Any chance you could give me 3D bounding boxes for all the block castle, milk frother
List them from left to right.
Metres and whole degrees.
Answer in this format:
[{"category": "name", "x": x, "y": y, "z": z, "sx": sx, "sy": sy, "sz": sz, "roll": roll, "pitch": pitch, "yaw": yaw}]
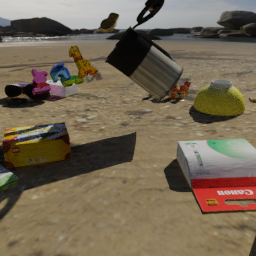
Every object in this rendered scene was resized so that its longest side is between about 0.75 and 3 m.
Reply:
[{"category": "milk frother", "x": 1.077, "y": -3.043, "z": 10.833, "sx": 2.711, "sy": 2.882, "sz": 2.602, "roll": 35, "pitch": 60, "yaw": -12}, {"category": "block castle", "x": 2.444, "y": -2.374, "z": 15.963, "sx": 2.001, "sy": 0.939, "sz": 1.337, "roll": 10, "pitch": 25, "yaw": 23}]

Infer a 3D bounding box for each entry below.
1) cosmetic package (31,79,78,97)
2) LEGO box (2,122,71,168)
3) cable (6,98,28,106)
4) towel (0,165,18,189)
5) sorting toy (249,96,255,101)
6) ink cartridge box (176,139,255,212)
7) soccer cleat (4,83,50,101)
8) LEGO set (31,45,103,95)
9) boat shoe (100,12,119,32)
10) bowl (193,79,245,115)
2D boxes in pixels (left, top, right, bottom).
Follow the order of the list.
[{"category": "cosmetic package", "x": -4.293, "y": -2.387, "z": 16.367, "sx": 2.605, "sy": 0.660, "sz": 1.075, "roll": 12, "pitch": 26, "yaw": 26}, {"category": "LEGO box", "x": -2.964, "y": 0.502, "z": 9.206, "sx": 1.989, "sy": 0.768, "sz": 1.481, "roll": -7, "pitch": 24, "yaw": -17}, {"category": "cable", "x": -5.647, "y": -1.353, "z": 14.454, "sx": 1.088, "sy": 0.276, "sz": 0.887, "roll": 7, "pitch": 18, "yaw": 22}, {"category": "towel", "x": -3.962, "y": 1.411, "z": 7.826, "sx": 1.536, "sy": 0.236, "sz": 1.146, "roll": 20, "pitch": 32, "yaw": 36}, {"category": "sorting toy", "x": 6.963, "y": -1.573, "z": 15.106, "sx": 0.725, "sy": 0.143, "sz": 0.783, "roll": 4, "pitch": 18, "yaw": 11}, {"category": "ink cartridge box", "x": 2.738, "y": 1.160, "z": 7.821, "sx": 2.228, "sy": 0.693, "sz": 2.768, "roll": -2, "pitch": 21, "yaw": -3}, {"category": "soccer cleat", "x": -5.320, "y": -2.027, "z": 15.248, "sx": 2.739, "sy": 0.934, "sz": 1.002, "roll": 5, "pitch": 18, "yaw": 17}, {"category": "LEGO set", "x": -2.128, "y": -2.230, "z": 10.134, "sx": 2.870, "sy": 1.178, "sz": 1.095, "roll": -20, "pitch": -5, "yaw": -37}, {"category": "boat shoe", "x": -0.819, "y": -4.723, "z": 12.851, "sx": 0.624, "sy": 0.560, "sz": 1.687, "roll": 21, "pitch": 46, "yaw": 8}, {"category": "bowl", "x": 4.498, "y": -1.618, "z": 13.655, "sx": 2.448, "sy": 1.317, "sz": 2.448, "roll": 1, "pitch": 22, "yaw": 0}]
